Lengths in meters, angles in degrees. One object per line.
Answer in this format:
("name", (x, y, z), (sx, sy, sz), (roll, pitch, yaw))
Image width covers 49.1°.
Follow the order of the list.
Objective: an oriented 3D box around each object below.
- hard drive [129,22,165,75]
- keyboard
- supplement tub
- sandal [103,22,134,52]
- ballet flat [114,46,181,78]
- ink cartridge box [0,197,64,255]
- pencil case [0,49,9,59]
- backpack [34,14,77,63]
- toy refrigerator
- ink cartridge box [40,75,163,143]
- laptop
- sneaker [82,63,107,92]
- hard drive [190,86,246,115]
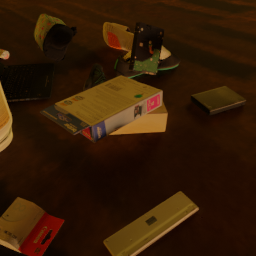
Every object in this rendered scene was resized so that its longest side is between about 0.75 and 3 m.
("hard drive", (0.623, -2.630, 9.406), (1.092, 1.562, 0.296), (1, 13, -35))
("keyboard", (0.497, 1.852, 5.397), (1.968, 0.105, 0.554), (-24, 39, -28))
("supplement tub", (-3.743, -0.536, 6.627), (1.640, 2.271, 1.640), (-1, 38, 1))
("sandal", (-0.089, -3.792, 11.912), (2.499, 0.957, 0.716), (34, 43, 31))
("ballet flat", (0.807, -2.504, 10.190), (2.805, 0.959, 0.954), (-20, 43, -24))
("ink cartridge box", (-1.892, 1.845, 5.252), (1.084, 0.256, 0.868), (13, 40, 18))
("pencil case", (-5.230, -3.043, 11.354), (0.835, 0.347, 0.379), (19, 20, 20))
("backpack", (-2.906, -3.641, 10.894), (1.196, 1.577, 1.889), (23, 22, -40))
("toy refrigerator", (-0.009, -0.288, 7.611), (1.992, 0.697, 0.756), (-3, 38, -7))
("ink cartridge box", (-0.592, -0.491, 6.767), (2.593, 0.544, 1.547), (-28, 39, -34))
("laptop", (-4.044, -2.106, 9.271), (2.870, 1.482, 2.543), (-5, 39, -6))
("sneaker", (-1.014, -1.484, 9.286), (0.740, 0.704, 1.867), (18, 40, -8))
("hard drive", (2.782, -0.864, 8.702), (1.381, 0.227, 0.964), (-17, 41, -20))
